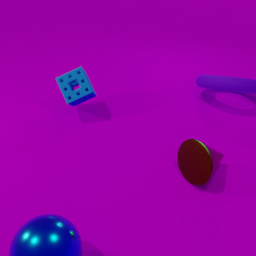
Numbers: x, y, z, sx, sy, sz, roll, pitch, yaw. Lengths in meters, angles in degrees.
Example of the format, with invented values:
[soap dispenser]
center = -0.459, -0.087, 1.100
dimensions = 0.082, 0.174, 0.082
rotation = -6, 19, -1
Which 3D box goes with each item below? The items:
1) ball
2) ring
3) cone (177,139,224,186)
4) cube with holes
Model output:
[ball]
center = -1.156, 1.745, 3.984
dimensions = 1.000, 1.000, 1.000
rotation = 0, 36, 0
[ring]
center = 2.921, -1.271, 8.094
dimensions = 1.903, 0.381, 1.903
rotation = 6, 11, -1
[cone]
center = 1.687, 0.632, 5.799
dimensions = 0.939, 0.935, 0.935
rotation = -7, 34, -32
[cube with holes]
center = -1.351, -1.071, 7.421
dimensions = 0.723, 0.723, 0.723
rotation = -25, -2, 0
